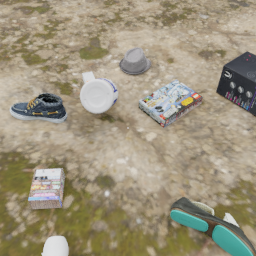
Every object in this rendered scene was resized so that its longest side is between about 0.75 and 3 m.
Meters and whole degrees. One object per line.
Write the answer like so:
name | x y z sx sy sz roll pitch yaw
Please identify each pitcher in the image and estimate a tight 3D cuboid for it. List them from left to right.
pitcher | -2.143 3.659 7.784 0.965 0.682 1.125 -10 58 4

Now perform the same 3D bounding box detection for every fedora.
fedora | 0.361 -3.529 14.313 1.625 0.830 1.837 23 51 20

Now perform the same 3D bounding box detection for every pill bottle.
pill bottle | -1.083 -1.380 11.484 1.302 1.302 2.176 5 12 4

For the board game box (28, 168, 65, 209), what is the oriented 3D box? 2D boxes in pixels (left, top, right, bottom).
board game box | -2.663 2.002 9.318 0.958 0.582 1.201 -2 47 -2

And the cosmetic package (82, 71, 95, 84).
cosmetic package | -1.831 -2.254 13.443 0.516 0.362 1.017 -15 48 -13

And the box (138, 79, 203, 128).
box | 1.873 -1.130 12.311 2.375 0.474 1.626 -31 54 -26

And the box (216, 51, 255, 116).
box | 5.699 -1.794 12.169 1.827 1.585 2.989 -32 54 -26

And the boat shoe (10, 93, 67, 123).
boat shoe | -3.810 -0.963 11.698 2.520 1.144 0.891 7 47 6

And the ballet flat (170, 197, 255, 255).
ballet flat | 2.589 2.840 8.365 2.694 0.916 0.921 27 43 23
